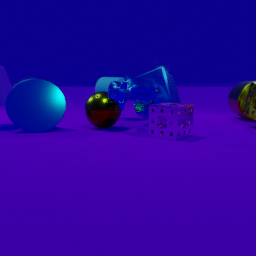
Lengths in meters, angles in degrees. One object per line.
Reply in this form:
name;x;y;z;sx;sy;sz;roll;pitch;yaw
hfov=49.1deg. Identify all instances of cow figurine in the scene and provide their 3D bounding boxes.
cow figurine;0.169;-0.998;7.649;1.449;0.795;1.426;4;23;-8

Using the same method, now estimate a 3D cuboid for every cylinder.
cylinder;4.442;-0.988;10.026;1.365;1.365;1.365;1;9;4
cylinder;-4.172;-1.198;8.619;1.115;1.115;1.115;-18;12;4
cylinder;-0.573;-1.400;10.317;0.913;0.913;0.913;8;12;34

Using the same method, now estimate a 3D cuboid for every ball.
ball;-0.725;-0.534;8.164;1.078;1.078;1.078;0;9;0

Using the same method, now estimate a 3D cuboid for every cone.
cone;-2.696;-0.400;8.359;1.581;1.581;1.587;-3;-17;-16

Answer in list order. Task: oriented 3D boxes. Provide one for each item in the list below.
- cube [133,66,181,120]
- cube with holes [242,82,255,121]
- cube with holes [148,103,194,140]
cube;0.908;-1.055;9.065;1.206;1.206;1.206;-19;-17;22
cube with holes;4.118;-0.691;8.020;1.006;1.006;1.006;6;16;-10
cube with holes;1.064;-0.193;6.941;0.794;0.794;0.794;8;12;41
